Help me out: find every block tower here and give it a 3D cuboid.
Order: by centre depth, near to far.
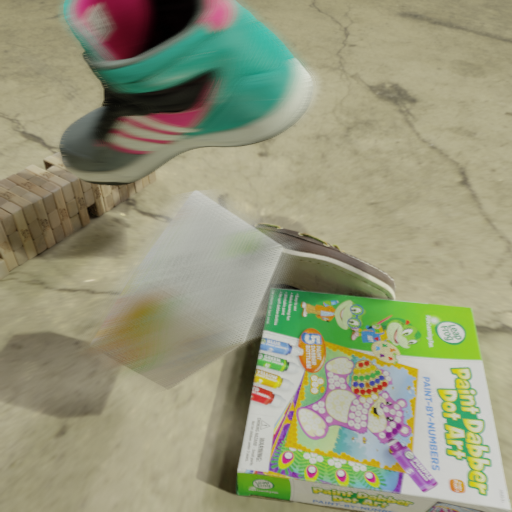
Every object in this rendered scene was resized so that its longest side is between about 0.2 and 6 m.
[{"bbox_3d":[-2.946,-1.014,8.705,0.891,0.953,3.298,25,48,26],"label":"block tower"}]

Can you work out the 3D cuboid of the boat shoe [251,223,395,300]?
[{"bbox_3d":[0.775,0.101,7.518,2.362,0.849,0.703,15,46,24],"label":"boat shoe"}]

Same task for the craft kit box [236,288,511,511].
[{"bbox_3d":[1.209,1.500,6.128,2.495,0.613,2.526,7,42,4],"label":"craft kit box"}]

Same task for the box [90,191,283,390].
[{"bbox_3d":[-0.651,0.385,4.762,0.858,1.692,0.952,33,56,-12],"label":"box"}]

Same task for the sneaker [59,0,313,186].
[{"bbox_3d":[-1.350,-1.848,5.875,3.385,2.044,1.415,-11,59,30],"label":"sneaker"}]
